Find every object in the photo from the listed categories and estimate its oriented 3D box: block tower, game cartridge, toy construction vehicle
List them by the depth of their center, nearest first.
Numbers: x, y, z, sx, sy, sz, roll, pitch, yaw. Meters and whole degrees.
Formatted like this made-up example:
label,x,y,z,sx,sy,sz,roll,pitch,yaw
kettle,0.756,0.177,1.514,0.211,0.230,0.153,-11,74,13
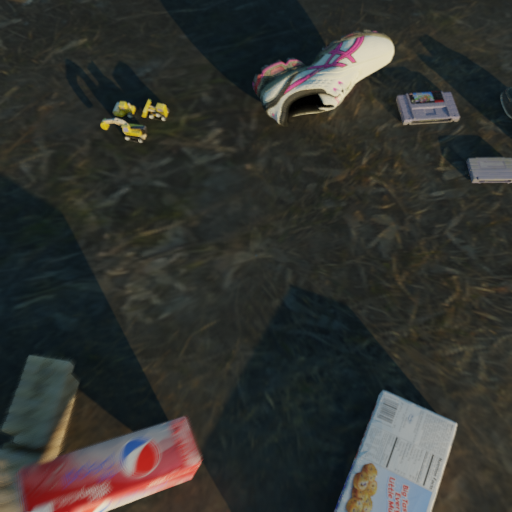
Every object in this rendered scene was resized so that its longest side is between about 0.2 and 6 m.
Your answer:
label,x,y,z,sx,sy,sz,roll,pitch,yaw
block tower,-3.636,3.064,8.936,0.749,0.801,2.772,8,62,4
game cartridge,5.111,-1.858,12.150,0.971,0.186,0.630,0,56,0
toy construction vehicle,-2.757,-3.177,12.746,1.271,0.448,1.107,14,61,8
game cartridge,3.987,-3.458,13.052,1.302,0.250,0.844,-5,64,-3

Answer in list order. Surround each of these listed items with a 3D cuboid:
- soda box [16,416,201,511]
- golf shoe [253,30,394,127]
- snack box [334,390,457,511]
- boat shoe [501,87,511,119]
label,x,y,z,sx,sy,sz,roll,pitch,yaw
soda box,-2.157,3.263,8.328,2.528,0.885,0.802,-10,57,-27
golf shoe,1.716,-3.962,12.832,3.374,1.225,1.554,-23,66,-3
snack box,1.905,3.971,8.577,1.307,0.442,3.637,23,62,13
boat shoe,6.230,-3.158,12.636,0.724,0.617,2.165,-9,60,-5
